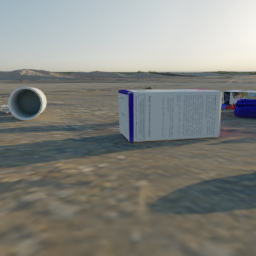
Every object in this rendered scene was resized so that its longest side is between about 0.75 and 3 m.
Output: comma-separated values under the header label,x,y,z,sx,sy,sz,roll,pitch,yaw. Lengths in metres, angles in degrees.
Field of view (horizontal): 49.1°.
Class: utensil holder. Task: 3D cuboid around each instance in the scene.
label,x,y,z,sx,sy,sz,roll,pitch,yaw
utensil holder,-3.211,-0.822,9.108,1.032,1.032,1.214,-2,8,-8

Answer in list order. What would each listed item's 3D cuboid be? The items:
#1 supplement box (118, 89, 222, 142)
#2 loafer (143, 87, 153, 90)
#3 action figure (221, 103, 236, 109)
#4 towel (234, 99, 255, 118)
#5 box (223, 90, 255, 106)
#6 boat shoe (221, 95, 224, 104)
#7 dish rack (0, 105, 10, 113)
label,x,y,z,sx,sy,sz,roll,pitch,yaw
supplement box,0.916,-0.347,6.391,2.104,1.087,1.065,-4,10,-12
loafer,0.992,-0.813,8.654,1.552,0.541,0.584,43,-7,27
action figure,3.713,-0.999,11.747,1.577,0.408,0.516,6,14,39
towel,4.992,-0.700,9.405,2.544,0.630,1.879,5,13,26
box,5.585,-1.324,12.598,2.181,0.656,1.272,9,14,39
boat shoe,3.042,-0.930,10.022,0.486,0.589,1.715,-19,-10,8
dish rack,-3.945,-0.735,10.523,1.143,0.290,1.332,3,11,21
